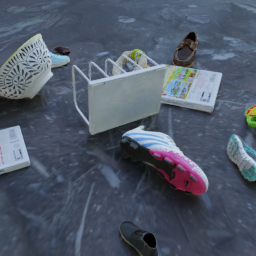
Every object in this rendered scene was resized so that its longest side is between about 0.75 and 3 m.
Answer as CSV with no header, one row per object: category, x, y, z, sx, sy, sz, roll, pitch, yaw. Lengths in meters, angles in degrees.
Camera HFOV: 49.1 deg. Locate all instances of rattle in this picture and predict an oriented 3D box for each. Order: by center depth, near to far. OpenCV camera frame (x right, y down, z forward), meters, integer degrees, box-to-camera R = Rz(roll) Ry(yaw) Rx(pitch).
rattle,0.092,-1.866,11.501,1.560,1.712,2.396,10,69,18

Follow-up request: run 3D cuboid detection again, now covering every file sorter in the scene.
file sorter,-0.377,-1.295,9.287,2.644,1.834,1.646,-19,44,-26

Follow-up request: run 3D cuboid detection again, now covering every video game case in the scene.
video game case,-4.250,0.812,7.942,2.561,0.231,1.834,-16,40,-21
video game case,2.295,-1.701,11.263,2.575,0.324,2.829,13,40,17

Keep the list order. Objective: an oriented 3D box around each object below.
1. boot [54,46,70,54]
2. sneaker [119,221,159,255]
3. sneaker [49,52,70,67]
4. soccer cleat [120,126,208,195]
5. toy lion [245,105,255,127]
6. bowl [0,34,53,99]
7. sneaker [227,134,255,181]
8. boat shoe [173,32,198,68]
boot,-3.379,-3.984,14.353,0.783,0.283,0.651,-8,36,-16
sneaker,0.235,2.193,5.774,0.415,0.589,1.110,-27,44,-32
sneaker,-3.678,-3.269,12.985,1.873,0.768,0.692,-9,39,-11
soccer cleat,1.039,0.673,7.484,2.803,0.979,1.210,28,47,33
toy lion,4.362,-0.440,9.275,1.176,0.404,1.127,-40,22,-22
bowl,-3.684,-1.985,10.387,1.317,2.806,2.806,42,34,-17
sneaker,3.341,0.820,7.753,0.744,0.632,1.630,6,39,-16
boat shoe,2.820,-3.837,13.575,1.009,1.008,2.867,11,39,12
